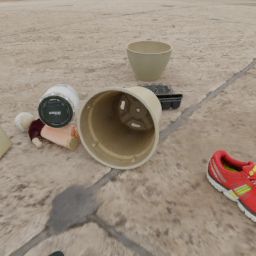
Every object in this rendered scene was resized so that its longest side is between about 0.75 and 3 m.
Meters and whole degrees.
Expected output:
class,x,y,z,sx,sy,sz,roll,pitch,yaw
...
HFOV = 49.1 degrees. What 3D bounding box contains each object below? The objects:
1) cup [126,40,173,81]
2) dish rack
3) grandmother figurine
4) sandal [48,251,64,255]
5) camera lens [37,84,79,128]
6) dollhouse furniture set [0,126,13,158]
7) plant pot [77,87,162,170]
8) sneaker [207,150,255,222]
class,x,y,z,sx,sy,sz,roll,pitch,yaw
cup,1.122,-3.615,15.382,2.472,1.768,2.472,0,33,0
dish rack,1.304,-1.666,13.305,2.037,0.724,2.656,-2,32,-5
grandmother figurine,-3.040,-0.006,10.555,2.825,0.855,1.713,15,37,20
sandal,-1.971,3.081,6.177,1.189,0.285,0.447,-27,41,-36
camera lens,-2.438,-0.806,9.977,1.279,1.279,1.598,-1,23,-1
dollhouse furniture set,-5.459,0.473,9.826,2.151,1.429,1.885,-14,28,20
plant pot,0.025,-0.341,9.756,2.719,2.719,2.489,11,23,16
sneaker,3.383,1.572,7.670,1.118,1.233,2.904,-24,39,-33
